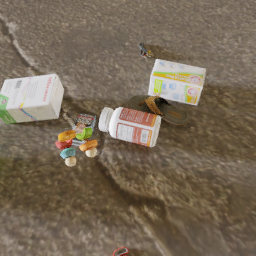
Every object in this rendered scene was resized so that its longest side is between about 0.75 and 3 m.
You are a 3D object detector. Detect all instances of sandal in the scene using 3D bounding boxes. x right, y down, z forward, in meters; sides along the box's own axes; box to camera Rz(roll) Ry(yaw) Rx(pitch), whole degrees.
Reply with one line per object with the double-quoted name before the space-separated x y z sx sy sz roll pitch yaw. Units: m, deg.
"sandal" 1.323 -0.883 12.077 2.779 0.758 1.135 23 58 15

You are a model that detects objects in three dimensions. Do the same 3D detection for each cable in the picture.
"cable" 0.802 -4.029 14.659 0.572 0.296 1.177 -30 46 0

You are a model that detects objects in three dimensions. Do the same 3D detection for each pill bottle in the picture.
"pill bottle" 0.078 -0.110 11.226 2.295 1.288 1.288 14 56 9

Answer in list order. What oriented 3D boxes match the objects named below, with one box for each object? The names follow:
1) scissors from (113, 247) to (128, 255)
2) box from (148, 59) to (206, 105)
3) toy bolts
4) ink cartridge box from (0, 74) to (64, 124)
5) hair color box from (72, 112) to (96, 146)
"scissors" -0.625 4.288 8.920 1.461 0.102 0.534 -19 60 -11
"box" 2.198 -2.049 12.568 2.284 1.285 1.158 14 57 8
"toy bolts" -1.706 0.660 8.741 1.229 1.287 0.892 -4 69 -56
"ink cartridge box" -4.123 -1.243 11.951 2.426 1.019 1.757 -5 54 9
"hair color box" -1.878 0.062 11.626 0.698 0.428 1.410 11 57 7
